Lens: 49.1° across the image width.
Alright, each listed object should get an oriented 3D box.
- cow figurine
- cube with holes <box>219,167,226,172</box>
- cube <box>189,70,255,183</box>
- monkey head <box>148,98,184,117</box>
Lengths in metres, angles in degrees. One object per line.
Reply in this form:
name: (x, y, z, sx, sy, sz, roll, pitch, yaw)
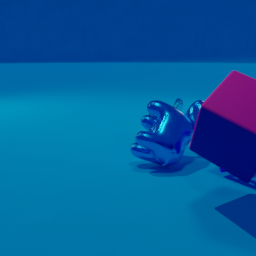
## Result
cow figurine: (1.045, 0.114, 5.445, 1.668, 0.931, 1.696, 22, 53, 0)
cube with holes: (1.951, 0.226, 4.671, 0.764, 0.764, 0.764, -18, -2, -31)
cube: (1.417, -0.027, 3.536, 0.861, 0.861, 0.861, 32, 57, 24)
monkey head: (0.991, -0.370, 7.492, 0.841, 1.004, 1.396, 13, 22, -16)
